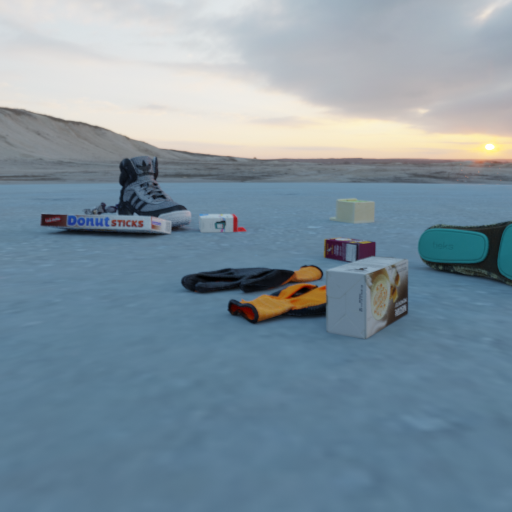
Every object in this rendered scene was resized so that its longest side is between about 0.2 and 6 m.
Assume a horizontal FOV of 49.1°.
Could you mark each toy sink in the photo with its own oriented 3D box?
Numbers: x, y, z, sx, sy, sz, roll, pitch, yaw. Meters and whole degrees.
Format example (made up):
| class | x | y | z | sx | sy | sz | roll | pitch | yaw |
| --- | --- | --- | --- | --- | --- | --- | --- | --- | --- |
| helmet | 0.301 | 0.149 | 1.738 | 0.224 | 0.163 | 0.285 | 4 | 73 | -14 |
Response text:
| class | x | y | z | sx | sy | sz | roll | pitch | yaw |
| --- | --- | --- | --- | --- | --- | --- | --- | --- | --- |
| toy sink | 2.491 | -1.193 | 14.662 | 0.682 | 0.586 | 1.047 | -5 | 11 | -29 |

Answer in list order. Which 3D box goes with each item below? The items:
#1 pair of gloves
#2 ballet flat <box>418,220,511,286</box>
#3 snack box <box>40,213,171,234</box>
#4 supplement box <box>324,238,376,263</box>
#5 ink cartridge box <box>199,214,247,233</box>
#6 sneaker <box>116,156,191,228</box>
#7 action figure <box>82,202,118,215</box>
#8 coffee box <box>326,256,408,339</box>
| class | x | y | z | sx | sy | sz | roll | pitch | yaw |
| --- | --- | --- | --- | --- | --- | --- | --- | --- | --- |
| pair of gloves | 0.274 | 0.325 | 6.308 | 1.853 | 0.257 | 2.080 | -5 | 10 | -29 |
| ballet flat | 3.184 | -0.034 | 7.105 | 0.916 | 0.825 | 2.432 | 9 | 1 | -30 |
| snack box | -3.194 | -0.681 | 11.904 | 2.630 | 0.320 | 0.946 | 3 | -1 | 18 |
| supplement box | 1.439 | -0.089 | 8.659 | 0.403 | 0.313 | 0.730 | -7 | 12 | -38 |
| ink cartridge box | -0.747 | -0.729 | 12.482 | 1.017 | 0.342 | 0.591 | -1 | 13 | -10 |
| sneaker | -2.533 | -1.525 | 13.249 | 1.098 | 1.655 | 2.909 | -9 | 13 | -36 |
| action figure | -4.240 | -1.321 | 15.918 | 1.378 | 0.478 | 0.897 | -6 | 16 | -18 |
| coffee box | 1.040 | 0.350 | 5.151 | 0.398 | 0.571 | 0.999 | 5 | 9 | 35 |
